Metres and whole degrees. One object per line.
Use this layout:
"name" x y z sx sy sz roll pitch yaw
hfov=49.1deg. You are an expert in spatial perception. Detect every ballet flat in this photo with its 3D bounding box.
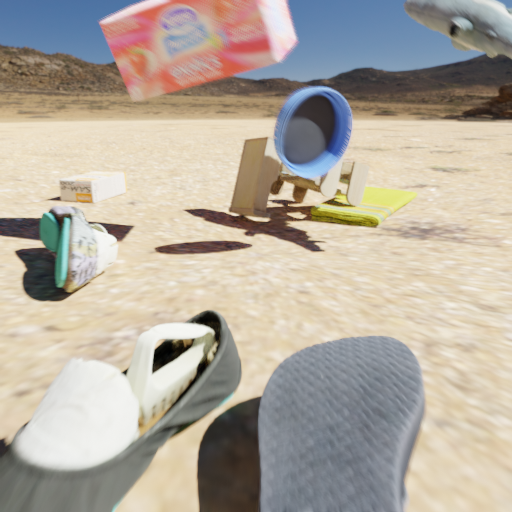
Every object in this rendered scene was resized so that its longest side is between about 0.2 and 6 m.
"ballet flat" -0.871 0.942 3.616 0.799 0.804 2.350 10 20 25
"ballet flat" -2.300 -0.173 7.404 0.892 0.892 2.480 -8 19 -24

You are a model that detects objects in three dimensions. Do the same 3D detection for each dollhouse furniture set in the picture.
"dollhouse furniture set" 0.722 -1.275 10.806 2.128 1.414 1.865 13 0 -32

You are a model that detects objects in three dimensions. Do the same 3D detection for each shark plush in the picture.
"shark plush" 3.032 -3.091 7.904 0.998 1.089 2.396 -4 52 -19

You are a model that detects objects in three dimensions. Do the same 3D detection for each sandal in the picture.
"sandal" 0.444 1.296 3.123 1.007 0.567 2.649 -3 25 16

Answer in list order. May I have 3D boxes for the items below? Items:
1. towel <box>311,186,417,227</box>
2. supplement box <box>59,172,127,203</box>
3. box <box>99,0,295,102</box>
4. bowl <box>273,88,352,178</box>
"towel" 2.275 -1.030 11.352 1.320 0.277 3.066 12 20 26
"supplement box" -3.652 -1.574 12.640 0.869 0.507 1.379 4 17 17
"box" -0.813 -3.242 8.104 2.418 1.241 1.145 -7 31 23
"bowl" 0.771 -1.693 7.693 1.229 1.229 0.241 -10 29 -30
